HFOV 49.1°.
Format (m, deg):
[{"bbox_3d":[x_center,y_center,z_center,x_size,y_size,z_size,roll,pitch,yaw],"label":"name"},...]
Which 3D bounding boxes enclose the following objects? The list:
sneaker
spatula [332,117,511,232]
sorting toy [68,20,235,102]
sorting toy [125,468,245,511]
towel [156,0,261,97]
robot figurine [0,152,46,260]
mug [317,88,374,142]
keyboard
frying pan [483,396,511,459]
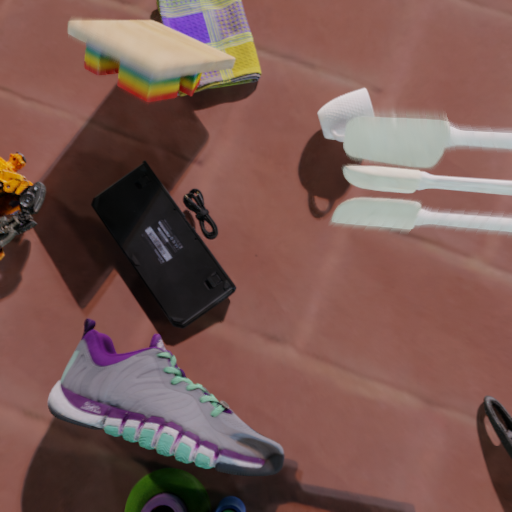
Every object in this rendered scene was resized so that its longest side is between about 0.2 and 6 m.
[{"bbox_3d":[-1.170,2.015,8.080,3.514,1.308,1.538,16,78,4],"label":"sneaker"},{"bbox_3d":[2.473,-0.809,6.417,3.044,2.116,0.244,6,58,5],"label":"spatula"},{"bbox_3d":[-1.702,-3.198,9.180,1.939,0.675,1.927,31,35,22],"label":"sorting toy"},{"bbox_3d":[-0.773,4.049,7.748,2.533,1.040,1.522,44,80,10],"label":"sorting toy"},{"bbox_3d":[-0.881,-3.987,10.163,1.602,0.254,2.231,-12,76,-2],"label":"towel"},{"bbox_3d":[-4.684,-0.586,9.037,1.982,0.796,2.734,39,80,9],"label":"robot figurine"},{"bbox_3d":[1.526,-2.259,9.409,0.872,0.734,0.994,-16,44,10],"label":"mug"},{"bbox_3d":[-1.370,-0.317,9.223,1.619,0.346,2.697,-36,79,-2],"label":"keyboard"},{"bbox_3d":[4.844,3.947,7.874,2.454,0.660,4.056,5,62,-17],"label":"frying pan"}]
